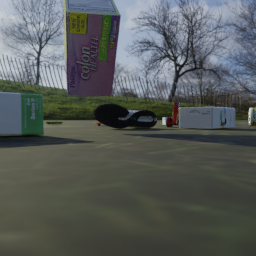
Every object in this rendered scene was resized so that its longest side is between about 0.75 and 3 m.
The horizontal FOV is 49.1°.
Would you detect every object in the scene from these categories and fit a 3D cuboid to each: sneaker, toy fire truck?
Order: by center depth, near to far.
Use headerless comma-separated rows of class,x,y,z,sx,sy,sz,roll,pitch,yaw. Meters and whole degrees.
sneaker,-0.185,-0.299,10.652,2.330,0.879,1.341,7,-8,-11
toy fire truck,2.069,-0.571,12.020,0.714,1.069,1.273,1,2,17

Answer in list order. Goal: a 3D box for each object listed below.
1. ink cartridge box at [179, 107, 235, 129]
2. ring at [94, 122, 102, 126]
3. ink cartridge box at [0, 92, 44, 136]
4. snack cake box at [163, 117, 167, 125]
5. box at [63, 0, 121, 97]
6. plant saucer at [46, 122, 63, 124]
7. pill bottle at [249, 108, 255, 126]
ink cartridge box,2.966,-0.379,10.466,1.357,0.787,1.874,2,3,44
ring,-0.726,-0.203,14.307,2.077,0.199,2.077,1,2,0
ink cartridge box,-3.146,-0.300,6.010,2.188,0.957,1.590,-3,4,-38
snack cake box,2.700,-0.398,16.104,1.305,0.439,0.751,-1,1,-6
box,-1.297,-2.908,8.926,1.432,2.606,2.963,-1,42,-13
plant saucer,-4.748,-0.328,18.054,1.089,0.169,1.089,0,3,0
pill bottle,6.717,-0.538,13.492,1.600,0.902,0.902,0,2,19
